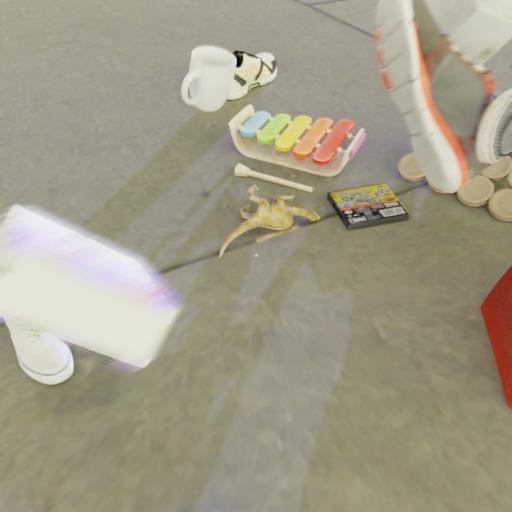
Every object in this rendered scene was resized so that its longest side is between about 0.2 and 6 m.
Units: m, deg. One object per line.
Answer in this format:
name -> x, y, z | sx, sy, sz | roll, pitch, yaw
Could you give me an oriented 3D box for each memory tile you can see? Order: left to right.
memory tile -> 4.337, -1.844, 10.941 | 2.616, 0.220, 2.005 | 32, 74, 32

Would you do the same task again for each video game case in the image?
video game case -> 2.077, -0.930, 10.470 | 1.205, 0.154, 1.089 | -11, 42, -11

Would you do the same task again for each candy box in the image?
candy box -> -1.402, 0.188, 4.329 | 1.180, 0.503, 1.406 | 27, 3, -28

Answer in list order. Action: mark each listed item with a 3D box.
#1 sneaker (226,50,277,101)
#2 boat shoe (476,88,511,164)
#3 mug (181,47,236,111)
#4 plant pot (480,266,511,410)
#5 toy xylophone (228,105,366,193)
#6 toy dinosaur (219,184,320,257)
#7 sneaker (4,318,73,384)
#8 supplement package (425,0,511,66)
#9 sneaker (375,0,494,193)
sneaker -> -0.191, -4.874, 14.456 | 0.903, 0.980, 2.449 | 19, 43, 23
boat shoe -> 3.893, -1.950, 7.583 | 0.961, 0.774, 2.073 | 19, 57, 47
mug -> -0.785, -2.645, 8.587 | 0.681, 0.809, 0.923 | 37, 47, 22
plant pot -> 4.291, 0.799, 7.264 | 1.937, 1.707, 1.935 | 4, 41, 4
toy xylophone -> 0.745, -2.257, 11.578 | 2.847, 0.715, 2.084 | 11, 42, 14
toy dinosaur -> 0.127, -0.729, 9.901 | 2.073, 0.603, 1.048 | -18, 45, -20
sneaker -> -3.127, 1.061, 7.775 | 0.649, 0.629, 1.777 | -29, 49, -30
supplement package -> 3.354, -3.848, 9.070 | 0.956, 1.243, 1.300 | 10, 63, -24
sneaker -> 2.723, -2.540, 8.170 | 1.273, 3.108, 1.198 | -25, 20, -1
